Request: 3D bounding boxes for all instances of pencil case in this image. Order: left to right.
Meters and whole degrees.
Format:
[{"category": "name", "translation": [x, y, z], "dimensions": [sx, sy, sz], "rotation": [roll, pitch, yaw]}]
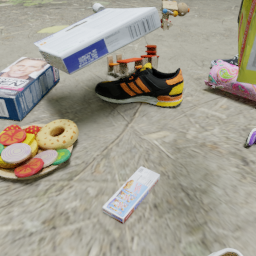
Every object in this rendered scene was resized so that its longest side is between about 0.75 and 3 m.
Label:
[{"category": "pencil case", "translation": [3.566, -1.343, 8.574], "dimensions": [2.304, 1.007, 1.007], "rotation": [28, 44, 35]}]

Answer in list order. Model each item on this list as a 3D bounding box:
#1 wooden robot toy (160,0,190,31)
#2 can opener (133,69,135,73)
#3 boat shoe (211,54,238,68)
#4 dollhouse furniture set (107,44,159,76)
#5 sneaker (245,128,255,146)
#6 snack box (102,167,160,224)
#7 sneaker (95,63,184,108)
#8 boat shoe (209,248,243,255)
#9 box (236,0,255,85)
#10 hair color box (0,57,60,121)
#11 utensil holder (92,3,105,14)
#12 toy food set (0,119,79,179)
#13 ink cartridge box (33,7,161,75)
[{"category": "wooden robot toy", "translation": [1.185, -2.951, 7.088], "dimensions": [0.703, 0.682, 1.548], "rotation": [2, 52, 2]}, {"category": "can opener", "translation": [0.564, -1.889, 9.940], "dimensions": [0.320, 0.253, 0.962], "rotation": [-27, 43, -34]}, {"category": "boat shoe", "translation": [4.084, -2.391, 10.294], "dimensions": [1.978, 0.671, 0.710], "rotation": [15, 37, 21]}, {"category": "dollhouse furniture set", "translation": [0.337, -2.438, 9.932], "dimensions": [1.711, 0.881, 1.692], "rotation": [16, 28, 39]}, {"category": "sneaker", "translation": [3.223, 0.211, 6.823], "dimensions": [0.945, 0.381, 0.394], "rotation": [-23, 46, -30]}, {"category": "snack box", "translation": [0.098, 1.256, 5.473], "dimensions": [0.480, 0.162, 1.334], "rotation": [21, 40, 28]}, {"category": "sneaker", "translation": [0.324, -1.406, 8.385], "dimensions": [2.709, 1.219, 0.947], "rotation": [6, 35, 9]}, {"category": "boat shoe", "translation": [0.635, 2.299, 3.368], "dimensions": [2.403, 0.839, 0.852], "rotation": [-22, 41, -29]}, {"category": "box", "translation": [1.663, -1.361, 3.196], "dimensions": [0.651, 0.978, 2.598], "rotation": [11, 35, 14]}, {"category": "hair color box", "translation": [-3.284, -1.314, 8.621], "dimensions": [1.340, 0.811, 2.680], "rotation": [7, 35, 10]}, {"category": "utensil holder", "translation": [-1.808, -7.447, 17.646], "dimensions": [0.642, 0.642, 0.755], "rotation": [-17, 40, -23]}, {"category": "toy food set", "translation": [-2.217, 0.426, 6.384], "dimensions": [2.010, 0.489, 1.989], "rotation": [5, 35, 7]}, {"category": "ink cartridge box", "translation": [-0.908, -2.336, 7.148], "dimensions": [2.583, 0.525, 2.588], "rotation": [-32, 33, -15]}]
